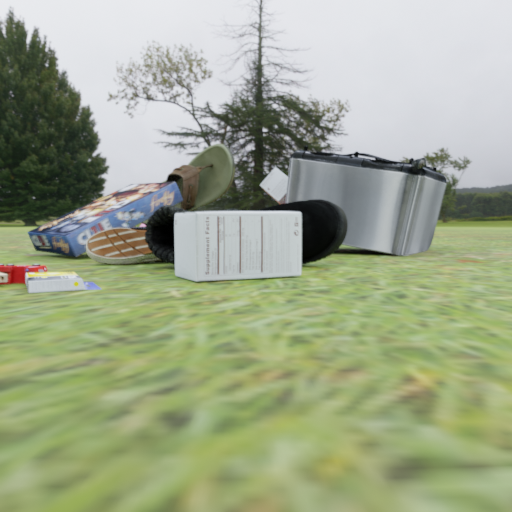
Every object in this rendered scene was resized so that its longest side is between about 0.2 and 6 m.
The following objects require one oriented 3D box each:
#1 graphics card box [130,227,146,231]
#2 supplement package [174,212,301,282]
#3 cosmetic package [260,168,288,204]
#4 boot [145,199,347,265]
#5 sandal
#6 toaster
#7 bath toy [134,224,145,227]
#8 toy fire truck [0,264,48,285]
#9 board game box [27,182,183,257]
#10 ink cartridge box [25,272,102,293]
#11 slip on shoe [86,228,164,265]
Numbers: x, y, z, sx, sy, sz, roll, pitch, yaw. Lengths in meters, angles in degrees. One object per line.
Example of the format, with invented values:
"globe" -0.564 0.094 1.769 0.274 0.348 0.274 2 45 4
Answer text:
"graphics card box" -2.078 -0.401 13.007 1.388 0.563 2.213 -4 4 -44
"supplement package" -0.236 -0.143 7.070 1.426 0.836 0.833 -2 4 -25
"cosmetic package" 0.600 -1.591 13.306 0.711 0.595 0.592 44 5 30
"boot" -0.149 -0.335 8.389 2.611 0.982 1.952 -10 -9 31
"sandal" -1.720 -1.550 13.120 2.901 1.152 0.828 -31 -6 16
"toaster" 2.405 -1.251 12.388 2.972 1.951 3.287 12 9 26
"bath toy" -2.857 -0.612 14.384 2.219 0.820 0.965 -4 38 -40
"toy fire truck" -2.862 0.226 6.209 0.918 0.224 0.647 1 4 -3
"board game box" -3.006 -0.798 11.271 1.752 0.448 2.587 5 31 45
"ink cartridge box" -2.084 0.274 6.027 0.723 0.170 0.715 -4 5 -24
"slip on shoe" -1.888 -0.121 9.342 1.834 0.697 0.555 -12 -33 -25
